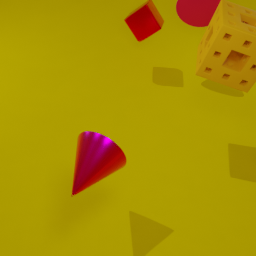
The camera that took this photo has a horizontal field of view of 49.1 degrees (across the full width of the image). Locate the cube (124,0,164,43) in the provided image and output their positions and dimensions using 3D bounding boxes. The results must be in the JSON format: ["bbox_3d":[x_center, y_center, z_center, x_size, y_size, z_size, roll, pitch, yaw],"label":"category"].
[{"bbox_3d":[0.518,-3.291,8.605,0.829,0.829,0.829,-25,25,29],"label":"cube"}]

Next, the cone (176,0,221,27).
[{"bbox_3d":[2.152,-3.876,8.046,1.312,1.312,1.317,12,66,9],"label":"cone"}]

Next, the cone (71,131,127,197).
[{"bbox_3d":[-0.719,0.790,4.990,1.048,1.048,1.052,21,53,15],"label":"cone"}]

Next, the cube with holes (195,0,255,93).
[{"bbox_3d":[2.105,-1.609,5.525,1.109,1.109,1.109,19,47,-2],"label":"cube with holes"}]
